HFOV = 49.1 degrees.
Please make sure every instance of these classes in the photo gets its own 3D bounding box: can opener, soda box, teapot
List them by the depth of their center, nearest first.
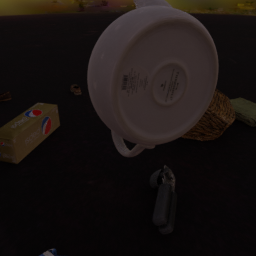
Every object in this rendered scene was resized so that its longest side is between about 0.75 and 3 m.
[{"bbox_3d":[0.289,-1.083,5.887,2.844,2.807,2.077,-44,35,-6],"label":"teapot"},{"bbox_3d":[0.791,1.640,6.658,0.671,0.535,2.006,-25,19,25],"label":"can opener"},{"bbox_3d":[-3.207,0.068,9.027,0.816,0.864,2.550,8,29,14],"label":"soda box"}]

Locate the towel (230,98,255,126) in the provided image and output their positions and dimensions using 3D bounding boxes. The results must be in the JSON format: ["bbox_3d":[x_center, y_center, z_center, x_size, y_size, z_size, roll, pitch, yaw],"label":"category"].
[{"bbox_3d":[4.578,-0.674,10.959,1.502,0.369,2.024,-15,31,-28],"label":"towel"}]

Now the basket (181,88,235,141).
[{"bbox_3d":[2.684,-0.366,10.019,1.611,1.682,2.258,36,32,-2],"label":"basket"}]

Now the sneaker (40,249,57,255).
[{"bbox_3d":[-0.953,2.554,4.652,1.700,0.629,0.699,17,31,28],"label":"sneaker"}]

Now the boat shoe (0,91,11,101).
[{"bbox_3d":[-5.675,-1.335,12.181,1.108,0.389,0.390,-24,37,-35],"label":"boat shoe"}]

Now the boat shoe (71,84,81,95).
[{"bbox_3d":[-2.449,-1.869,13.175,0.400,0.379,1.056,-14,31,-25],"label":"boat shoe"}]
